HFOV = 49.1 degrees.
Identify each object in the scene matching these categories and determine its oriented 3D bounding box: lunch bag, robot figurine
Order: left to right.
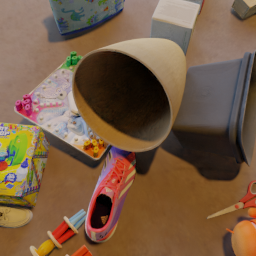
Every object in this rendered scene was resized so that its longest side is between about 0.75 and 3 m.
[{"bbox_3d":[-1.483,-4.991,10.004,2.810,2.389,1.790,-17,65,-8],"label":"lunch bag"},{"bbox_3d":[3.394,2.768,6.800,1.918,1.380,1.119,-3,19,-2],"label":"robot figurine"}]

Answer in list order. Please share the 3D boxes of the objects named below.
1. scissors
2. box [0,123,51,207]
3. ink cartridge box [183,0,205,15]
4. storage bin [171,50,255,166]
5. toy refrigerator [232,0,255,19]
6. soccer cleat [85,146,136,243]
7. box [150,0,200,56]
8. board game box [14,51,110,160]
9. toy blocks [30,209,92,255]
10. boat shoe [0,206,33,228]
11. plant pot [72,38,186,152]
[{"bbox_3d":[3.111,2.157,7.638,1.998,0.139,0.731,-31,69,-16],"label":"scissors"},{"bbox_3d":[-3.429,0.970,7.639,2.008,1.225,1.934,5,62,2],"label":"box"},{"bbox_3d":[2.612,-5.861,11.315,1.430,0.829,2.455,19,66,10],"label":"ink cartridge box"},{"bbox_3d":[2.625,-0.541,8.144,2.002,2.169,2.981,4,60,33],"label":"storage bin"},{"bbox_3d":[5.145,-5.116,11.037,1.982,0.693,0.752,-31,74,-14],"label":"toy refrigerator"},{"bbox_3d":[-0.407,1.531,7.447,0.972,1.043,2.851,15,64,7],"label":"soccer cleat"},{"bbox_3d":[1.596,-3.538,9.805,1.419,1.412,1.216,19,65,9],"label":"box"},{"bbox_3d":[-1.366,-0.885,8.632,2.966,0.384,2.965,30,57,9],"label":"board game box"},{"bbox_3d":[-1.438,2.934,7.009,1.561,0.567,1.301,-39,69,-18],"label":"toy blocks"},{"bbox_3d":[-3.318,2.302,7.367,1.506,0.495,0.542,4,63,2],"label":"boat shoe"},{"bbox_3d":[0.479,-1.310,7.702,2.764,2.764,2.951,29,44,14],"label":"plant pot"}]
